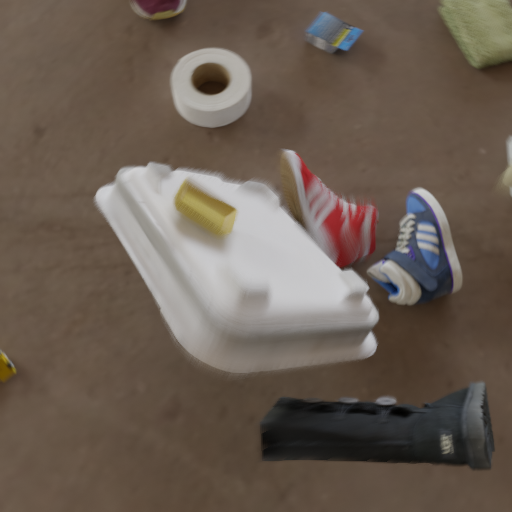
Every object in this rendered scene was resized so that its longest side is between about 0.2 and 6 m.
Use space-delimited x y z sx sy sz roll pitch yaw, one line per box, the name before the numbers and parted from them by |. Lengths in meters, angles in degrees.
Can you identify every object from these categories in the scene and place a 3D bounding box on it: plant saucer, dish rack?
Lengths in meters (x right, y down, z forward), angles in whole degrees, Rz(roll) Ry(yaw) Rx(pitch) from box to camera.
plant saucer | -0.669 -0.598 7.184 0.836 0.836 0.203 33 114 -11
dish rack | -0.157 -0.105 7.714 3.239 0.822 3.774 3 34 -41

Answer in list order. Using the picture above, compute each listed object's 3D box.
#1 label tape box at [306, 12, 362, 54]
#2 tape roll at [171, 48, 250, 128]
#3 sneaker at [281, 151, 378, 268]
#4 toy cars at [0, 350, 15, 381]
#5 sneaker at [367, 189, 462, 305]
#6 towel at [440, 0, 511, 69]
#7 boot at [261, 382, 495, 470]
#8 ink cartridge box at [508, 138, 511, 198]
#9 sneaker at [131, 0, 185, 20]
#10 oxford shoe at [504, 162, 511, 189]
label tape box | 1.574 -4.473 11.389 0.923 0.292 0.666 33 71 13
tape roll | -0.858 -3.229 10.742 1.511 0.529 1.511 0 68 0
sneaker | 1.269 -0.885 9.527 1.250 0.791 2.222 -16 75 -9
toy cars | -4.369 1.603 8.778 1.214 0.269 0.544 12 95 -10
sneaker | 2.457 -0.132 9.310 1.406 0.774 1.921 -12 73 -10
towel | 4.699 -4.695 11.457 1.392 0.342 1.876 -14 68 -5
boot | 1.593 2.142 7.155 2.587 2.132 0.849 -10 78 24
ink cartridge box | 5.098 -1.613 10.083 0.879 0.499 1.206 6 67 2
sneaker | -2.216 -6.498 11.568 1.259 1.514 3.359 -10 68 -4
oxford shoe | 4.042 -1.842 7.814 0.730 0.761 2.062 34 78 -30
